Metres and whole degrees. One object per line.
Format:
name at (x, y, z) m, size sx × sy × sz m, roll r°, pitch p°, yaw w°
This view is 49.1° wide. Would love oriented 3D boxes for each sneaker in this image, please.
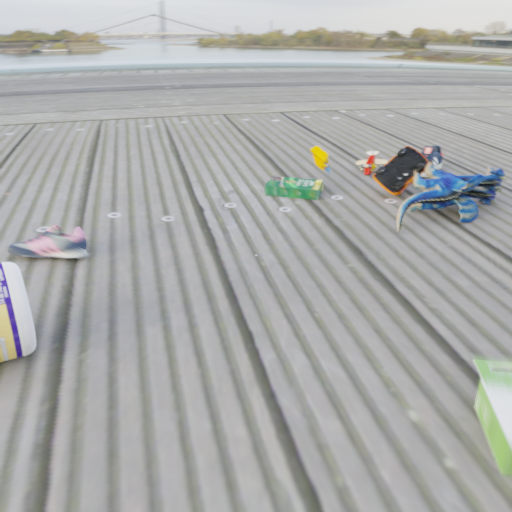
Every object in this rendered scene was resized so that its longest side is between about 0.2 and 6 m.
sneaker at (-4.315, -0.314, 11.578) m, size 1.616 × 0.663 × 0.567 m, roll 0°, pitch 13°, yaw -1°
sneaker at (5.191, -2.941, 17.140) m, size 0.703 × 0.792 × 1.875 m, roll 15°, pitch 29°, yaw 29°

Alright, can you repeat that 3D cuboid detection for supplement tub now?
supplement tub at (-4.321, 0.958, 7.998) m, size 1.995 × 1.451 × 1.451 m, roll -13°, pitch 28°, yaw -26°

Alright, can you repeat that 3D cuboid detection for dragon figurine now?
dragon figurine at (4.837, -1.502, 13.657) m, size 1.895 × 1.122 × 3.812 m, roll 16°, pitch 28°, yaw 31°

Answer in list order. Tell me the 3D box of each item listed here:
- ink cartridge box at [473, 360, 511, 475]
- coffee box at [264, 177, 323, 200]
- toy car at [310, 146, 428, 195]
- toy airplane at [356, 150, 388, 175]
ink cartridge box at (3.259, 1.972, 6.957) m, size 0.827 × 0.473 × 1.594 m, roll 3°, pitch 26°, yaw 3°
coffee box at (1.049, -1.882, 15.412) m, size 1.482 × 0.326 × 0.911 m, roll 7°, pitch 26°, yaw 15°
toy car at (3.119, -2.580, 15.513) m, size 2.990 × 0.995 × 1.467 m, roll 28°, pitch 76°, yaw 19°
toy airplane at (3.546, -2.836, 17.197) m, size 0.795 × 0.563 × 0.798 m, roll -32°, pitch 41°, yaw 6°
